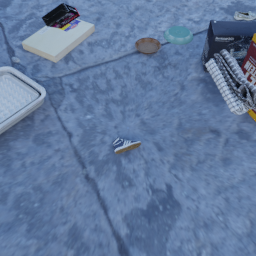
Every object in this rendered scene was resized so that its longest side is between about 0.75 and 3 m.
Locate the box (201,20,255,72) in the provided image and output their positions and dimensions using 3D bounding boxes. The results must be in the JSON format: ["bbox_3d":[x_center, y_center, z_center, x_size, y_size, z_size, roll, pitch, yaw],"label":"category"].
[{"bbox_3d":[3.636,-2.889,10.071,1.614,1.641,0.963,3,51,3],"label":"box"}]

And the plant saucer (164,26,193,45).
[{"bbox_3d":[2.160,-3.997,11.899,1.267,0.228,1.267,0,51,0],"label":"plant saucer"}]

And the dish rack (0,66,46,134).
[{"bbox_3d":[-4.265,-0.716,8.956,2.428,0.616,2.829,32,57,24],"label":"dish rack"}]

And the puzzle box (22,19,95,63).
[{"bbox_3d":[-2.821,-3.806,11.665,1.753,0.335,2.635,25,55,20],"label":"puzzle box"}]

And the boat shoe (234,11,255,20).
[{"bbox_3d":[5.366,-5.149,12.773,1.025,0.329,0.378,2,51,2],"label":"boat shoe"}]

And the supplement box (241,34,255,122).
[{"bbox_3d":[4.955,-1.673,8.561,2.463,2.429,1.635,-17,53,-14],"label":"supplement box"}]

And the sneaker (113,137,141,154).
[{"bbox_3d":[-0.050,0.433,8.223,0.817,0.286,0.443,-18,55,-10],"label":"sneaker"}]

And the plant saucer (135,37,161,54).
[{"bbox_3d":[0.804,-3.293,11.341,1.061,0.194,1.061,-1,51,1],"label":"plant saucer"}]

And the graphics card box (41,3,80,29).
[{"bbox_3d":[-2.287,-3.862,9.714,0.905,0.367,1.443,-28,10,13],"label":"graphics card box"}]

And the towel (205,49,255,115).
[{"bbox_3d":[2.321,-0.970,6.078,0.638,1.492,1.235,-31,74,23],"label":"towel"}]
